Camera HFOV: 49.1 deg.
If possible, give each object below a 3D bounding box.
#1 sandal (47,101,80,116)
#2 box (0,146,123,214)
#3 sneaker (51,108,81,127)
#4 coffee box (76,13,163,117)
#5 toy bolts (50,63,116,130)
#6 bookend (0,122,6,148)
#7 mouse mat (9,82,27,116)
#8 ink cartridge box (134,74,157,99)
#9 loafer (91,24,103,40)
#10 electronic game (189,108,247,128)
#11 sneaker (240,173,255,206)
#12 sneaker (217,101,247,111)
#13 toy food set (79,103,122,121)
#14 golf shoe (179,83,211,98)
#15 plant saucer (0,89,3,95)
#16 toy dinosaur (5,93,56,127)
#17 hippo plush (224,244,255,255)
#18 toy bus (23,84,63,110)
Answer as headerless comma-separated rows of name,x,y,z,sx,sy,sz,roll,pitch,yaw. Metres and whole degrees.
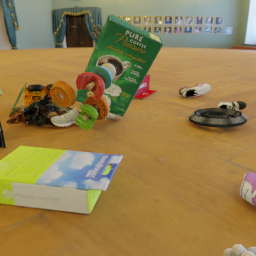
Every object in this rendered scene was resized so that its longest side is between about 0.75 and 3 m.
sandal,-2.631,-0.668,11.630,1.849,0.528,0.734,24,7,2
box,-1.716,1.154,6.735,2.926,0.697,1.784,4,21,10
sneaker,-2.227,-0.472,10.827,1.491,0.686,0.564,-4,32,-28
coffee box,-0.317,-1.653,7.928,1.606,2.611,0.574,18,34,-17
toy bolts,-0.881,-0.918,6.366,1.367,1.431,0.993,37,44,2
bookend,-4.860,0.262,9.240,1.368,0.630,1.360,-10,23,-25
mouse mat,-4.948,-1.304,12.611,0.065,1.382,1.717,26,13,-19
ink cartridge box,0.369,-2.464,16.002,2.097,1.001,2.388,10,22,22
loafer,-1.130,-3.974,12.912,0.718,0.628,1.997,35,24,-52
electronic game,3.575,-0.401,11.224,2.235,0.465,2.235,-3,17,1
sneaker,3.470,1.217,6.546,2.116,0.767,1.207,-14,21,-33
sneaker,4.732,-0.949,12.786,1.254,0.464,0.555,-1,18,25
toy food set,-1.154,-0.686,11.294,1.712,0.424,2.694,25,13,14
golf shoe,3.741,-1.963,15.254,1.824,0.662,0.840,-14,27,-11
plant saucer,-8.302,-2.218,15.612,2.435,0.378,2.435,8,14,-2
toy dinosaur,-3.697,-0.473,11.040,1.638,1.233,2.414,-8,33,28
hippo plush,1.984,2.084,4.300,0.681,0.674,0.847,-12,23,-27
toy bus,-4.016,-1.393,13.189,1.803,1.223,1.731,-7,6,-25
